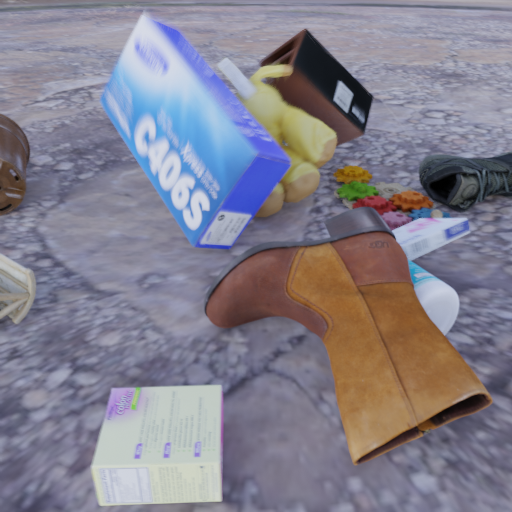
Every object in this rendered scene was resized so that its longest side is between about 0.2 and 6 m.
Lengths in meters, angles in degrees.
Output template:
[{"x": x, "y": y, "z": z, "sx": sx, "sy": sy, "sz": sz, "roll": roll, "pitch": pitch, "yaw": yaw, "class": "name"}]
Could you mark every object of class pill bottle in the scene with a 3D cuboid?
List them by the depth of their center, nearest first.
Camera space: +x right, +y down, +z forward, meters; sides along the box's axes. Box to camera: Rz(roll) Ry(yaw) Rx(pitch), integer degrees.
[{"x": 1.650, "y": 0.404, "z": 6.893, "sx": 0.851, "sy": 0.851, "sz": 1.536, "roll": -15, "pitch": 33, "yaw": -24, "class": "pill bottle"}]

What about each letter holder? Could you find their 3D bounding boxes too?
[{"x": 1.050, "y": -3.161, "z": 11.196, "sx": 1.479, "sy": 2.081, "sz": 1.046, "roll": -16, "pitch": 48, "yaw": 48, "class": "letter holder"}]

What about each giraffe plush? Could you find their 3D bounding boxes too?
[{"x": -0.167, "y": -2.021, "z": 10.291, "sx": 2.292, "sy": 2.657, "sz": 2.154, "roll": -29, "pitch": 5, "yaw": -20, "class": "giraffe plush"}]

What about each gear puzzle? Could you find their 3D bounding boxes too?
[{"x": 2.292, "y": -1.124, "z": 10.041, "sx": 1.524, "sy": 0.385, "sz": 2.943, "roll": -8, "pitch": 31, "yaw": -14, "class": "gear puzzle"}]

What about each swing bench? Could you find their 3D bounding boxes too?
[{"x": -3.511, "y": 0.460, "z": 6.991, "sx": 1.099, "sy": 0.717, "sz": 1.104, "roll": 22, "pitch": 31, "yaw": 35, "class": "swing bench"}]

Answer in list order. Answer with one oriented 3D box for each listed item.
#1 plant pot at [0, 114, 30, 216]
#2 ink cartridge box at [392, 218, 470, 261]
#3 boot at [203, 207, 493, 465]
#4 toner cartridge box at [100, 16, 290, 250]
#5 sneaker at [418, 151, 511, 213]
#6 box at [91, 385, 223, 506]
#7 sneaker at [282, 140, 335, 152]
[{"x": -4.718, "y": -1.536, "z": 9.835, "sx": 1.541, "sy": 1.541, "sz": 1.526, "roll": -12, "pitch": 40, "yaw": -20, "class": "plant pot"}, {"x": 2.116, "y": -0.250, "z": 7.920, "sx": 1.216, "sy": 0.268, "sz": 1.239, "roll": -22, "pitch": 14, "yaw": -27, "class": "ink cartridge box"}, {"x": 0.736, "y": 0.964, "z": 5.997, "sx": 2.483, "sy": 0.903, "sz": 2.638, "roll": -21, "pitch": 50, "yaw": 4, "class": "boot"}, {"x": -1.128, "y": -1.990, "z": 8.807, "sx": 0.794, "sy": 1.747, "sz": 3.677, "roll": 4, "pitch": 42, "yaw": -48, "class": "toner cartridge box"}, {"x": 4.091, "y": -1.277, "z": 9.857, "sx": 2.346, "sy": 0.897, "sz": 1.344, "roll": 4, "pitch": 31, "yaw": 13, "class": "sneaker"}, {"x": -0.826, "y": 1.672, "z": 5.025, "sx": 1.053, "sy": 0.509, "sz": 0.926, "roll": -1, "pitch": 30, "yaw": -3, "class": "box"}, {"x": 1.004, "y": -2.434, "z": 12.205, "sx": 0.905, "sy": 0.710, "sz": 1.822, "roll": -7, "pitch": 33, "yaw": -34, "class": "sneaker"}]
